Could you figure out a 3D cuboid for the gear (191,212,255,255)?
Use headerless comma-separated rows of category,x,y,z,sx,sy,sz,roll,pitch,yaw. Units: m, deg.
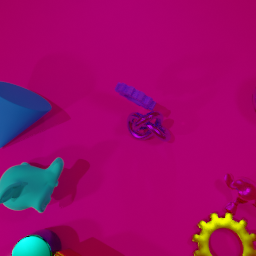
gear,2.223,2.723,6.449,1.477,0.273,1.477,-2,65,4

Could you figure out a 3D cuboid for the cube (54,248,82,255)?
cube,-1.155,3.376,5.797,1.194,1.194,1.194,26,72,9

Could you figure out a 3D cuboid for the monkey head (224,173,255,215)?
monkey head,2.701,1.643,6.678,1.213,0.731,0.873,37,73,14

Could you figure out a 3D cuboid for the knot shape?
knot shape,0.506,-0.072,7.062,1.236,1.157,0.571,14,71,11

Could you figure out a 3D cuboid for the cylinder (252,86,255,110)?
cylinder,3.830,-0.803,7.115,1.211,1.211,1.211,0,90,22

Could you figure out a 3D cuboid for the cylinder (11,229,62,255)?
cylinder,-1.980,2.732,6.166,0.851,0.851,0.851,0,78,1

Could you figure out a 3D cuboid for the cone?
cone,-3.033,-0.132,7.207,1.587,1.587,1.593,31,104,11

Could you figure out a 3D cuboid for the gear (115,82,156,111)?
gear,0.180,-0.765,6.834,1.055,1.055,0.195,28,88,10

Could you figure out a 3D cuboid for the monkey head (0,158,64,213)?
monkey head,-2.201,1.165,6.359,1.184,1.965,1.413,28,95,-13
